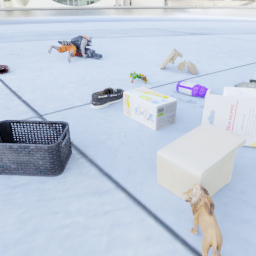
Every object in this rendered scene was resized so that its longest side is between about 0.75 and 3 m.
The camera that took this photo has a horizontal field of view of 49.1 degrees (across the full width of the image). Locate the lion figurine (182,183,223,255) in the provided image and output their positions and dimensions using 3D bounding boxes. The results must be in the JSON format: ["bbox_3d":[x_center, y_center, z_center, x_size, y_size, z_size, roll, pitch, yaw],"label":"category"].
[{"bbox_3d":[1.230,1.524,4.332,0.480,0.812,1.326,-4,27,-9],"label":"lion figurine"}]

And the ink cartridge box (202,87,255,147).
[{"bbox_3d":[3.153,-0.288,7.292,2.391,1.400,0.805,6,26,11],"label":"ink cartridge box"}]

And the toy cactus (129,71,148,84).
[{"bbox_3d":[0.551,-2.199,12.381,0.989,0.506,0.816,16,12,35],"label":"toy cactus"}]

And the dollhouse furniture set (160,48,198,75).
[{"bbox_3d":[2.507,-2.962,14.002,1.439,1.172,1.368,34,26,-9],"label":"dollhouse furniture set"}]

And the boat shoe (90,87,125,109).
[{"bbox_3d":[-0.698,-1.203,10.133,0.653,0.534,1.769,20,32,34],"label":"boat shoe"}]

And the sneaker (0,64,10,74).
[{"bbox_3d":[-6.410,-2.862,13.592,1.220,0.461,0.704,-3,29,-8],"label":"sneaker"}]

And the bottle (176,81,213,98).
[{"bbox_3d":[2.548,-1.468,10.759,1.387,0.453,0.579,22,33,37],"label":"bottle"}]

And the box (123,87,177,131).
[{"bbox_3d":[0.647,-0.641,8.698,0.887,0.799,1.576,-19,32,-34],"label":"box"}]

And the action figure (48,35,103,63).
[{"bbox_3d":[-2.863,-4.727,16.355,2.744,1.435,2.654,16,39,27],"label":"action figure"}]

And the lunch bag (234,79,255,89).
[{"bbox_3d":[4.513,-1.086,9.463,1.640,0.964,1.345,-17,30,-42],"label":"lunch bag"}]

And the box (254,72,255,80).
[{"bbox_3d":[5.812,-1.822,11.011,1.328,0.868,1.321,23,35,38],"label":"box"}]

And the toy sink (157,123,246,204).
[{"bbox_3d":[1.539,0.720,5.850,1.636,0.917,1.067,-27,37,-34],"label":"toy sink"}]

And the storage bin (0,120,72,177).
[{"bbox_3d":[-2.305,0.436,6.516,1.779,0.834,1.203,1,27,4],"label":"storage bin"}]
